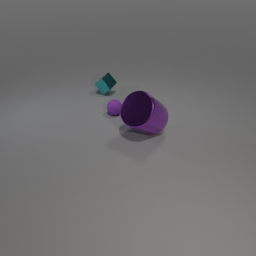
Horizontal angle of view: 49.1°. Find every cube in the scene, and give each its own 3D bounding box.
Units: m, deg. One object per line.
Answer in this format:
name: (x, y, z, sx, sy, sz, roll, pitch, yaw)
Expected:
cube: (-1.141, -2.281, 14.370, 0.700, 0.700, 0.700, -22, 24, 49)

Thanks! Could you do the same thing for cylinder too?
cylinder: (0.635, -0.538, 10.623, 1.400, 1.400, 1.400, 22, -1, 33)

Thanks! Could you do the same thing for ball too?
ball: (-0.593, -0.927, 12.512, 0.700, 0.700, 0.700, 0, 30, 0)
